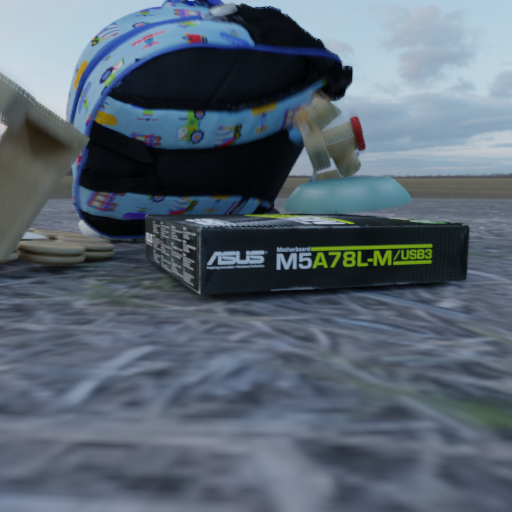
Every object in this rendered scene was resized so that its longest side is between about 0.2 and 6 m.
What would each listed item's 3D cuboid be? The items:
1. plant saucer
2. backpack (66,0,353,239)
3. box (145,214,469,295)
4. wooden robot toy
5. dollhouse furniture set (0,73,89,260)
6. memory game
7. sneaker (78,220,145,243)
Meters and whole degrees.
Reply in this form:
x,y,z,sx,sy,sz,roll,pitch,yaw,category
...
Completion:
x,y,z,sx,sy,sz,roll,pitch,yaw,category
1.214,-0.858,7.599,1.725,0.310,1.725,-5,13,1,plant saucer
-1.201,-2.226,9.156,4.255,3.884,2.862,-14,55,-40,backpack
0.353,-0.150,6.657,2.930,0.721,3.034,1,6,-19,box
0.971,-1.766,8.105,0.980,1.009,2.225,-22,-30,6,wooden robot toy
-2.701,-0.976,4.741,1.780,1.525,1.871,34,-1,-13,dollhouse furniture set
-3.976,-0.240,7.647,4.062,0.259,4.062,6,5,-1,memory game
-2.621,-1.022,11.190,1.259,1.077,2.891,-7,17,7,sneaker
